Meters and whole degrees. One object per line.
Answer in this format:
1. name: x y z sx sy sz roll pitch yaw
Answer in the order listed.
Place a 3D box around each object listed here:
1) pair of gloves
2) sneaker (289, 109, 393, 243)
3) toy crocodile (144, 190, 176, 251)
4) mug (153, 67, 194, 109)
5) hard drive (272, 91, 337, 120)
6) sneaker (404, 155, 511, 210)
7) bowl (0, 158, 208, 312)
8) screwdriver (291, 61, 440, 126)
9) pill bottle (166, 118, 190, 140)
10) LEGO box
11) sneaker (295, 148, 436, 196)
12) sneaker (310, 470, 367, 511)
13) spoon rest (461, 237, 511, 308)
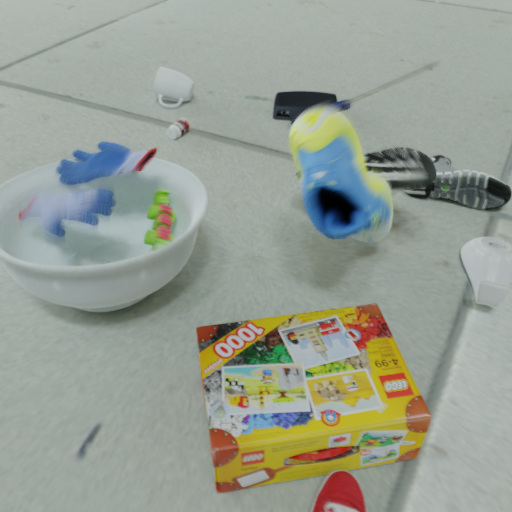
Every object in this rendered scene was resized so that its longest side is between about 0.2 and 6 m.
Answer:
1. pair of gloves: -2.942 -1.225 9.592 2.005 0.284 2.494 3 45 29
2. sneaker: 1.417 -0.724 9.051 1.257 3.319 1.743 -15 54 26
3. toy crocodile: -1.689 -0.543 10.057 0.486 0.445 1.440 18 52 -28
4. mug: -2.339 -4.650 15.779 0.989 0.833 1.128 16 72 -1
5. hard drive: 1.369 -4.138 15.410 1.799 0.381 1.213 3 41 3
6. sneaker: 4.438 -1.768 12.331 2.246 0.843 1.297 12 40 16
7. bowl: -2.656 -0.238 9.737 3.768 1.693 3.768 0 35 0
8. screwdriver: 1.531 -2.300 8.249 2.426 0.338 0.353 -11 57 40
9. pill bottle: -2.008 -3.266 14.419 0.356 0.356 0.623 19 44 21
10. LEGO box: 0.648 1.893 7.842 2.770 1.069 2.063 -7 41 -8
11. sneaker: 2.154 -1.368 10.905 2.757 1.103 1.016 0 33 36
12. sneaker: 0.885 3.169 6.268 0.749 1.183 2.103 9 41 12
13. spoon rest: 4.257 0.285 10.189 1.127 0.687 2.268 17 30 17
